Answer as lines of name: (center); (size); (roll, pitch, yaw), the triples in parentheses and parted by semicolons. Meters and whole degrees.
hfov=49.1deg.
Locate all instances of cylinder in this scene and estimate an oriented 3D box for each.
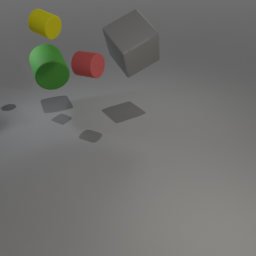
cylinder: (-1.136, -1.815, 8.011); (0.700, 0.700, 0.700); (14, 33, 26)
cylinder: (-3.306, -2.564, 11.765); (1.400, 1.400, 1.400); (-13, 49, -21)
cylinder: (-2.483, -3.107, 8.379); (0.700, 0.700, 0.700); (27, 38, 18)

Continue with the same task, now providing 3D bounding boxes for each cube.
cube: (0.147, -2.938, 9.834); (1.400, 1.400, 1.400); (-32, 66, -7)
